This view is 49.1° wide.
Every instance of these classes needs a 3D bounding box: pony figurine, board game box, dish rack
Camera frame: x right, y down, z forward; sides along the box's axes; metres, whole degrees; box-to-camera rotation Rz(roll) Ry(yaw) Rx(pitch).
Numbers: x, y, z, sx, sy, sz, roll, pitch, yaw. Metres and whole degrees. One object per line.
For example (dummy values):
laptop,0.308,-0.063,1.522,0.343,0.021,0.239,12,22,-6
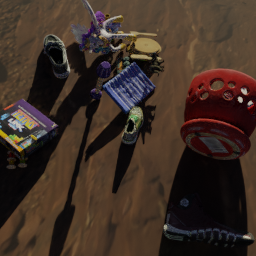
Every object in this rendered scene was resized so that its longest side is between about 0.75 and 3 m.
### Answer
pony figurine,-1.383,-4.699,13.527,2.817,2.346,2.720,-18,66,-29
board game box,-4.145,-0.006,10.959,2.197,0.623,1.816,34,53,20
dish rack,4.999,-1.394,12.266,1.090,0.277,1.270,-24,61,-15

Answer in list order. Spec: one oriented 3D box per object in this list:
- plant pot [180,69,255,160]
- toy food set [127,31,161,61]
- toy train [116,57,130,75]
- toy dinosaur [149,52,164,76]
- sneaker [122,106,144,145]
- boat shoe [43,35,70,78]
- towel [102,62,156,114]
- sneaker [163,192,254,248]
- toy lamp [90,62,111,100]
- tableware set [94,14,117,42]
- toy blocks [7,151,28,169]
plant pot,3.283,-0.363,10.220,2.727,2.727,2.484,19,67,12
toy food set,0.801,-3.902,13.844,1.667,0.485,2.414,4,47,-5
toy train,-0.232,-2.848,13.102,0.670,0.501,1.176,-9,57,6
toy dinosaur,1.246,-2.690,12.396,0.714,0.537,1.396,1,63,9
sneaker,0.228,-0.224,11.179,0.693,0.798,1.801,11,58,7
boat shoe,-3.488,-3.665,13.308,1.051,0.972,2.846,-13,58,-8
towel,0.085,-1.757,12.081,1.540,0.254,2.126,49,63,-4
sneaker,2.585,2.860,9.067,2.776,1.050,1.604,6,54,5
toy lamp,-1.117,-1.933,11.458,0.596,2.047,0.596,7,63,-15
tableware set,-1.273,-5.284,14.760,1.377,0.314,2.044,2,57,1
toy blocks,-4.190,1.061,10.627,0.740,0.322,0.888,-7,59,-6
